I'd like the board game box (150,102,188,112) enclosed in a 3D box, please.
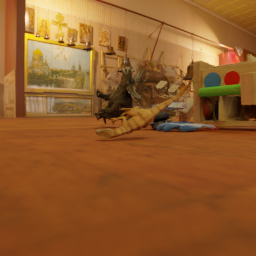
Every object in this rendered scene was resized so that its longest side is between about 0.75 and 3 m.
[{"bbox_3d":[1.155,-0.597,8.011,0.769,0.167,0.766,0,-5,-36],"label":"board game box"}]

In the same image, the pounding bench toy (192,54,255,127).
[{"bbox_3d":[2.620,-0.902,7.152,2.245,1.788,2.878,1,0,39],"label":"pounding bench toy"}]

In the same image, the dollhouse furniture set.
[{"bbox_3d":[1.480,-0.707,9.389,1.355,1.245,0.882,20,47,25],"label":"dollhouse furniture set"}]

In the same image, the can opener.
[{"bbox_3d":[0.455,-0.208,7.008,1.255,0.493,0.398,-2,-30,-9],"label":"can opener"}]

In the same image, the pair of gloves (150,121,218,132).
[{"bbox_3d":[1.244,-0.048,7.165,1.495,0.212,1.860,1,4,-18],"label":"pair of gloves"}]

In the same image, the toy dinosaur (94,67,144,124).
[{"bbox_3d":[-0.315,-0.612,8.578,1.325,0.997,2.591,-4,-35,-13],"label":"toy dinosaur"}]

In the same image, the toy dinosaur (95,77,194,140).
[{"bbox_3d":[0.283,-0.183,4.494,1.657,0.501,0.880,-31,13,-10],"label":"toy dinosaur"}]
